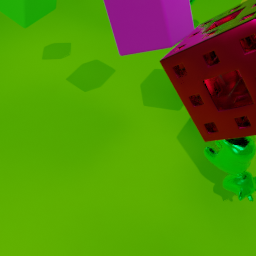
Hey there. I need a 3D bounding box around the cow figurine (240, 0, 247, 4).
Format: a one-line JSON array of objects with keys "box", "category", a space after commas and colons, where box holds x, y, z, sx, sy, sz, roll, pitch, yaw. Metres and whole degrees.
[{"box": [2.378, -2.395, 5.285, 1.489, 1.513, 0.831, 44, 31, -9], "category": "cow figurine"}]

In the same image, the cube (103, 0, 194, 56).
[{"box": [0.430, -2.164, 5.309, 1.160, 1.160, 1.160, 1, 30, 35], "category": "cube"}]

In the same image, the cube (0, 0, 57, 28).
[{"box": [-2.031, -2.747, 5.394, 0.961, 0.961, 0.961, 36, 56, 3], "category": "cube"}]

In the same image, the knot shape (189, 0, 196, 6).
[{"box": [1.605, -4.221, 8.065, 1.155, 0.570, 1.234, 34, 95, -15], "category": "knot shape"}]

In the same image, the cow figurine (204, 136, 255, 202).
[{"box": [1.707, 0.558, 4.312, 0.596, 1.085, 1.068, -33, 68, -24], "category": "cow figurine"}]

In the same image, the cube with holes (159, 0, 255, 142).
[{"box": [1.493, -0.786, 3.578, 1.293, 1.293, 1.293, -13, 26, 48], "category": "cube with holes"}]
